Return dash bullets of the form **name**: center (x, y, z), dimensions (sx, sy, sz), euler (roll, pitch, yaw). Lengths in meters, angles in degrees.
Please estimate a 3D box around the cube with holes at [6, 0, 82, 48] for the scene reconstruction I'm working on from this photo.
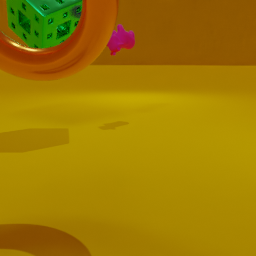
- **cube with holes**: center (-2.180, -3.043, 7.439), dimensions (1.389, 1.389, 1.389), euler (43, 56, 9)

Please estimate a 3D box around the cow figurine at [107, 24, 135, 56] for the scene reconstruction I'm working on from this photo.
- **cow figurine**: center (-0.195, -2.633, 8.628), dimensions (1.091, 1.074, 0.599), euler (11, -32, -40)

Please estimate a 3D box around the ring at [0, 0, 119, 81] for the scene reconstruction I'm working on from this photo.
- **ring**: center (-1.078, -1.451, 3.042), dimensions (1.976, 1.976, 0.395), euler (1, 32, 5)
